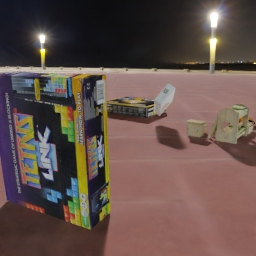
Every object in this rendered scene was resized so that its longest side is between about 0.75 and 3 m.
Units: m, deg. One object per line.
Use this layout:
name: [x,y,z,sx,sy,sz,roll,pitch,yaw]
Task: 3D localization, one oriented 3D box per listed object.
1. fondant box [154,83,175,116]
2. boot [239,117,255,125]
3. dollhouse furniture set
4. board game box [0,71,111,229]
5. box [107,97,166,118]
fondant box: [1.542,-1.187,12.007,0.391,0.969,1.344,38,-12,15]
boot: [4.858,-0.369,12.135,1.163,0.409,0.833,9,10,12]
dollhouse furniture set: [3.532,-0.389,10.665,1.911,1.201,2.160,11,18,36]
board game box: [-1.423,0.299,5.165,2.154,2.605,0.739,6,17,27]
box: [0.374,-1.139,14.755,2.673,0.660,2.134,9,16,33]
